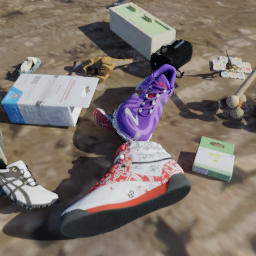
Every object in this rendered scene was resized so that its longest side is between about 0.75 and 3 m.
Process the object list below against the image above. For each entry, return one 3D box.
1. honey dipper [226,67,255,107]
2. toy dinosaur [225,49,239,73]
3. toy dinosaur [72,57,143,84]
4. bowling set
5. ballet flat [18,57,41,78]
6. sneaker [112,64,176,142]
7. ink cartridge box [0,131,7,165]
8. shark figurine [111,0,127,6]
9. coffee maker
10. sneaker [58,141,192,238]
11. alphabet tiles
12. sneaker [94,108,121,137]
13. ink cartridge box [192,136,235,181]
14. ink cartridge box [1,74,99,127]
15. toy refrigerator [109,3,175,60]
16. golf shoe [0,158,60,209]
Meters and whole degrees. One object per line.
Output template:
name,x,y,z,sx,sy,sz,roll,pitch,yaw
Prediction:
honey dipper,3.540,-1.716,7.453,0.533,0.533,2.805,40,92,32
toy dinosaur,3.251,-2.016,8.942,0.529,0.997,0.301,36,83,23
toy dinosaur,-0.666,-2.130,9.246,2.464,0.744,1.309,-1,45,-2
bowling set,3.886,-0.717,7.413,2.201,1.532,1.182,14,49,18
ballet flat,-3.309,-2.109,9.411,0.499,0.499,1.344,4,46,4
sneaker,0.535,-0.771,7.383,1.179,1.220,2.924,31,49,-7
ink cartridge box,-4.264,0.310,5.757,2.804,2.310,1.053,-19,59,-16
shark figurine,-0.174,-5.841,12.960,0.648,1.085,0.453,-10,82,-49
coffee maker,1.607,-2.293,9.423,1.274,0.893,1.326,44,59,9
sneaker,-0.210,1.173,5.954,2.811,0.939,1.507,-15,47,-18
alphabet tiles,3.580,-2.105,9.656,1.281,0.094,1.253,7,47,7
sneaker,-0.459,-0.162,7.583,1.122,0.452,0.419,35,38,13
ink cartridge box,2.151,0.653,6.896,0.882,0.291,1.212,15,50,15
ink cartridge box,-2.039,-0.789,7.841,2.343,0.795,1.359,4,46,8
toy refrigerator,0.464,-3.774,10.629,1.078,0.994,2.841,-25,51,-22
golf shoe,-2.249,1.154,5.932,1.785,0.694,0.843,14,87,10
